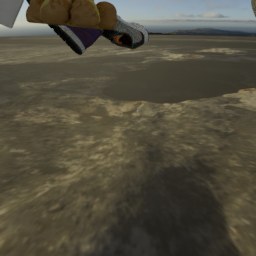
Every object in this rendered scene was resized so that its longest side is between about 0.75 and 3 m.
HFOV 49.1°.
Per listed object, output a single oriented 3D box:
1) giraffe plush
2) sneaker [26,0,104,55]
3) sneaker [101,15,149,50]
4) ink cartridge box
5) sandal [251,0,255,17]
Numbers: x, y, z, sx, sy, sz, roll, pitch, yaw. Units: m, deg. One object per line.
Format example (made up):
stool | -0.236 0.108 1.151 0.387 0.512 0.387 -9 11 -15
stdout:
giraffe plush | -1.081 -3.104 6.022 1.874 1.762 2.172 7 19 7
sneaker | -1.813 -3.343 7.700 1.188 2.713 1.027 -45 2 -8
sneaker | -0.381 -2.818 8.141 1.940 0.717 0.769 25 51 21
ink cartridge box | -3.009 -2.960 5.920 1.207 0.703 1.667 16 30 -39
sandal | 3.814 -2.273 7.287 0.840 2.555 0.937 -40 12 -16
